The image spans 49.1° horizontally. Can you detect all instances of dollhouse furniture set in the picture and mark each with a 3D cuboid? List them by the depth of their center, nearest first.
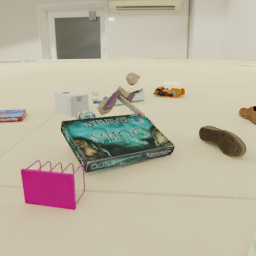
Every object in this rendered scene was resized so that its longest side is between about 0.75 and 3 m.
[{"bbox_3d":[-0.059,-0.706,8.622,1.195,1.334,1.684,38,-16,-15],"label":"dollhouse furniture set"}]

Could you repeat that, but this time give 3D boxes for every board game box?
[{"bbox_3d":[-0.295,0.309,8.380,2.895,0.408,1.958,-8,38,-32],"label":"board game box"},{"bbox_3d":[-5.948,-0.509,12.346,2.639,0.257,1.358,-4,19,-10],"label":"board game box"}]

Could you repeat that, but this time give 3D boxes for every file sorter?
[{"bbox_3d":[-1.593,1.185,6.157,1.166,0.810,0.731,4,18,12],"label":"file sorter"}]

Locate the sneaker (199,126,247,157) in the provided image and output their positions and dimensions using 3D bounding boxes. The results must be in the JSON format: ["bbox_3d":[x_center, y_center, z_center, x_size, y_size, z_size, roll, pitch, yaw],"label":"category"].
[{"bbox_3d":[3.170,0.323,9.002,0.782,0.729,2.071,-4,19,-21],"label":"sneaker"}]

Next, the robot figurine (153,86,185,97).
[{"bbox_3d":[2.499,-2.231,17.247,1.862,0.542,1.350,8,18,25],"label":"robot figurine"}]

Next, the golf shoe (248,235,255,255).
[{"bbox_3d":[2.553,1.948,3.667,0.749,0.910,1.989,-12,23,-36],"label":"golf shoe"}]

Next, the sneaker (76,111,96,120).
[{"bbox_3d":[-1.716,-0.421,11.598,0.639,0.575,1.482,6,19,8],"label":"sneaker"}]

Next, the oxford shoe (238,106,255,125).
[{"bbox_3d":[5.471,-0.690,12.261,0.686,0.686,1.924,-3,16,-5],"label":"oxford shoe"}]

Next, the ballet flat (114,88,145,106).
[{"bbox_3d":[-0.088,-1.801,15.391,2.514,0.873,0.873,-13,22,-34],"label":"ballet flat"}]

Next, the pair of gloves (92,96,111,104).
[{"bbox_3d":[-1.293,-1.578,15.816,1.612,0.184,1.296,-9,20,-29],"label":"pair of gloves"}]

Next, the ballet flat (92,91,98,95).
[{"bbox_3d":[-2.107,-2.161,17.627,0.277,0.277,0.773,-6,16,-17],"label":"ballet flat"}]

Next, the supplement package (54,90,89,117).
[{"bbox_3d":[-2.716,-1.211,13.374,0.979,0.967,1.614,-15,23,-39],"label":"supplement package"}]

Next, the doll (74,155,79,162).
[{"bbox_3d":[-0.919,0.471,8.783,1.506,0.535,2.207,28,28,16],"label":"doll"}]
